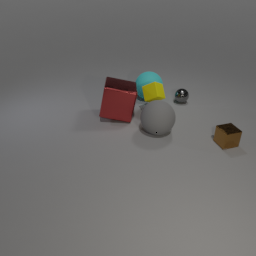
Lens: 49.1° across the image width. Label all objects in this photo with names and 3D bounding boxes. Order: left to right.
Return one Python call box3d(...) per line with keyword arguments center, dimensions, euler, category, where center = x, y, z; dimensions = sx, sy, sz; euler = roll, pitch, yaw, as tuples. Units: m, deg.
box3d(center=(-0.421, -1.270, 12.342), dimensions=(1.400, 1.400, 1.400), euler=(10, 29, -6), category="cube")
box3d(center=(1.046, -2.114, 14.030), dimensions=(1.400, 1.400, 1.400), euler=(0, 31, 0), category="ball")
box3d(center=(1.144, -1.575, 12.436), dimensions=(0.700, 0.700, 0.700), euler=(-17, -10, 34), category="cube")
box3d(center=(1.203, -0.418, 11.245), dimensions=(1.400, 1.400, 1.400), euler=(0, 31, 0), category="ball")
box3d(center=(2.638, -1.589, 13.757), dimensions=(0.700, 0.700, 0.700), euler=(0, 31, 0), category="ball")
box3d(center=(3.801, 0.306, 10.718), dimensions=(0.700, 0.700, 0.700), euler=(-9, 33, -16), category="cube")
